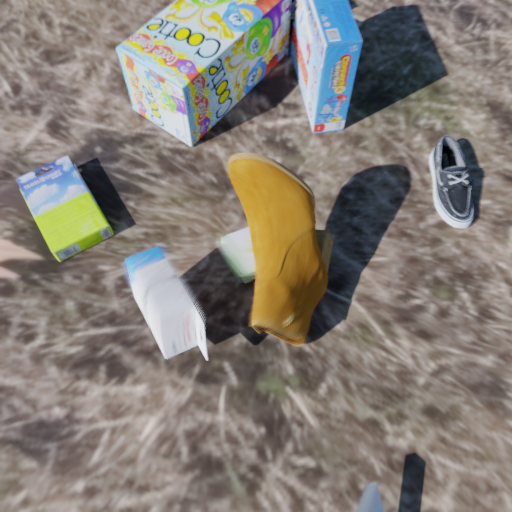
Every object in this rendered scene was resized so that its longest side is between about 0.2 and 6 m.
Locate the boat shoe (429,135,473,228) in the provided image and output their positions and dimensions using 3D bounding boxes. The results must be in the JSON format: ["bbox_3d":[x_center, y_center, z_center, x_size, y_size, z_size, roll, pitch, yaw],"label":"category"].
[{"bbox_3d":[3.450,-1.331,9.776,0.622,0.588,1.735,0,63,0],"label":"boat shoe"}]

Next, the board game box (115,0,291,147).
[{"bbox_3d":[-0.868,-3.817,10.504,1.558,1.586,3.025,35,68,17],"label":"board game box"}]

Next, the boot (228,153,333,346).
[{"bbox_3d":[0.264,0.046,7.905,0.960,2.728,1.953,0,60,36],"label":"boot"}]

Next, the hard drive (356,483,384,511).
[{"bbox_3d":[1.496,3.425,6.975,0.125,0.618,0.937,-13,101,29],"label":"hard drive"}]

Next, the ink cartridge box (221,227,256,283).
[{"bbox_3d":[0.138,-0.131,9.189,1.193,0.286,0.868,-22,57,-19],"label":"ink cartridge box"}]

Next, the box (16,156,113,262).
[{"bbox_3d":[-3.300,-0.831,9.620,1.032,0.403,1.693,-29,66,-14],"label":"box"}]

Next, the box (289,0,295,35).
[{"bbox_3d":[0.495,-5.379,11.546,0.727,1.181,1.171,-20,64,-10],"label":"box"}]

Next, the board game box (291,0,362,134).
[{"bbox_3d":[1.191,-3.761,10.164,0.610,2.136,2.182,-9,64,-4],"label":"board game box"}]

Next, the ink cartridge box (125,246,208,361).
[{"bbox_3d":[-1.288,0.767,8.024,0.553,0.946,1.631,-22,49,-19],"label":"ink cartridge box"}]
